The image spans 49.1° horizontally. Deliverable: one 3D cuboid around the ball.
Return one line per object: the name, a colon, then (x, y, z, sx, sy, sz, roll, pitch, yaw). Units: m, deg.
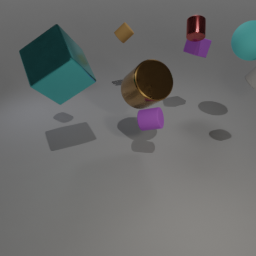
ball: (4.496, -3.167, 10.186, 1.400, 1.400, 1.400, 0, 30, 0)

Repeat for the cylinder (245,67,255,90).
cylinder: (4.092, -1.577, 8.565, 0.700, 0.700, 0.700, 26, 39, -23)

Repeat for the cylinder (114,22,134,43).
cylinder: (-0.186, -4.597, 13.531, 0.700, 0.700, 0.700, -39, 25, 19)

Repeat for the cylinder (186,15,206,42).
cylinder: (2.521, -3.682, 10.382, 0.700, 0.700, 0.700, 4, -10, 1)

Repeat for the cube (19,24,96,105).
cube: (-2.021, -1.787, 8.147, 1.400, 1.400, 1.400, -31, 64, 11)

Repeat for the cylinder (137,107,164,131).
cylinder: (0.747, -0.292, 9.170, 0.700, 0.700, 0.700, -7, 26, 23)

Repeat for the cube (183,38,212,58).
cube: (2.794, -3.311, 11.309, 0.700, 0.700, 0.700, 1, 25, -33)

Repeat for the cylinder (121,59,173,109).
cylinder: (0.620, -1.464, 9.635, 1.400, 1.400, 1.400, -13, -3, -21)
